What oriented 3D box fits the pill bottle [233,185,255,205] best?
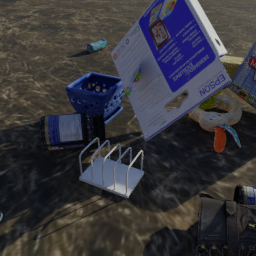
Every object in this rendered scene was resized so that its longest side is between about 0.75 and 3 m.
[{"bbox_3d":[2.762,1.522,5.680,1.096,0.613,0.613,7,34,11],"label":"pill bottle"}]

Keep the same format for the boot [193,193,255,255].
[{"bbox_3d":[2.132,2.127,4.792,1.962,0.780,2.254,-4,40,13],"label":"boot"}]

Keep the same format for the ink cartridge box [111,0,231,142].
[{"bbox_3d":[0.932,-1.560,7.036,0.634,2.893,2.920,-5,67,-40],"label":"ink cartridge box"}]

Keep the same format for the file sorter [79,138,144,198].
[{"bbox_3d":[-0.383,0.850,6.538,1.293,0.805,0.897,15,36,22],"label":"file sorter"}]

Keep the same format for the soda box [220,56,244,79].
[{"bbox_3d":[3.410,-2.580,11.702,2.602,0.833,0.881,13,35,20],"label":"soda box"}]

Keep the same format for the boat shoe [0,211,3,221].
[{"bbox_3d":[-3.206,1.788,5.429,1.402,0.474,0.504,-5,32,-11],"label":"boat shoe"}]

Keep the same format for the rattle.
[{"bbox_3d":[2.693,-0.777,8.164,1.698,1.863,2.609,19,30,3],"label":"rattle"}]

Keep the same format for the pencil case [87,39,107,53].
[{"bbox_3d":[-1.616,-4.289,14.563,0.470,0.511,1.105,-9,20,47],"label":"pencil case"}]

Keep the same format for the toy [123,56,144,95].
[{"bbox_3d":[0.197,-1.252,7.004,0.233,0.568,0.987,29,76,-12],"label":"toy"}]

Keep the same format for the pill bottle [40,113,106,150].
[{"bbox_3d":[-1.469,0.073,7.596,1.663,0.930,0.930,-5,34,-9],"label":"pill bottle"}]

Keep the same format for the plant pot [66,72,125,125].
[{"bbox_3d":[-0.946,-0.870,8.746,1.363,1.225,1.363,15,37,23],"label":"plant pot"}]

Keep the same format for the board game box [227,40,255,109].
[{"bbox_3d":[4.501,-1.723,8.401,0.823,2.667,2.668,-19,47,-20],"label":"board game box"}]
